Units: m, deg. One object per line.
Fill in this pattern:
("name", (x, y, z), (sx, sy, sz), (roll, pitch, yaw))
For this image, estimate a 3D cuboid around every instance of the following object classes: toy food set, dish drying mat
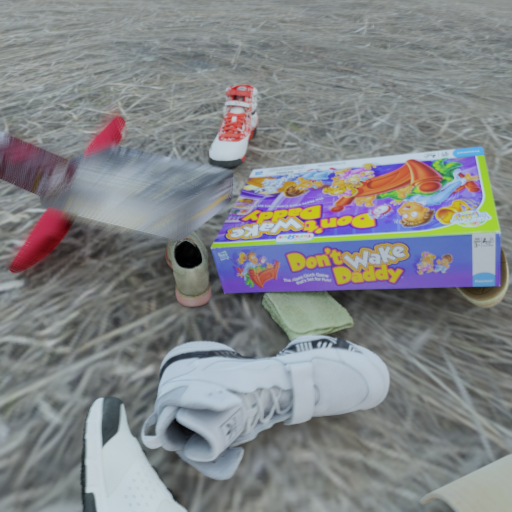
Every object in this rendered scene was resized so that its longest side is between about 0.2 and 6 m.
("toy food set", (3.151, 3.319, 6.298), (1.571, 0.661, 2.189), (-7, 34, -31))
("dish drying mat", (-3.864, -1.409, 11.945), (1.610, 0.381, 4.192), (-30, 32, 32))

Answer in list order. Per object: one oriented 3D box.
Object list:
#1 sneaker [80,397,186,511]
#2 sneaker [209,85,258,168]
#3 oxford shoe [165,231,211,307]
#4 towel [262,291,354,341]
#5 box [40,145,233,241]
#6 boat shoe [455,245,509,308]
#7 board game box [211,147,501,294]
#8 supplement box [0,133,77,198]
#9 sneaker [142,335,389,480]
("sneaker", (-1.464, 2.914, 6.579), (1.168, 1.076, 2.920), (-2, 40, -19))
("sneaker", (-0.643, -3.734, 15.589), (1.027, 1.648, 3.076), (8, 35, 11))
("oxford shoe", (-1.300, -0.074, 10.899), (0.857, 0.894, 2.421), (-9, 35, -13))
("towel", (0.868, 0.939, 9.705), (1.205, 0.296, 1.624), (-11, 24, -15))
("box", (-2.108, -1.253, 10.325), (2.810, 0.679, 2.225), (13, 27, 14))
("boat shoe", (3.987, 0.107, 10.479), (1.030, 0.927, 2.854), (-20, 31, 11))
("board game box", (1.896, -0.701, 10.546), (4.713, 1.055, 3.169), (-3, 33, 18))
("supplement box", (-3.783, -1.488, 9.100), (1.475, 0.449, 0.803), (23, 25, 8))
("sneaker", (0.135, 1.966, 7.328), (3.255, 1.223, 1.871), (-1, 18, 8))
